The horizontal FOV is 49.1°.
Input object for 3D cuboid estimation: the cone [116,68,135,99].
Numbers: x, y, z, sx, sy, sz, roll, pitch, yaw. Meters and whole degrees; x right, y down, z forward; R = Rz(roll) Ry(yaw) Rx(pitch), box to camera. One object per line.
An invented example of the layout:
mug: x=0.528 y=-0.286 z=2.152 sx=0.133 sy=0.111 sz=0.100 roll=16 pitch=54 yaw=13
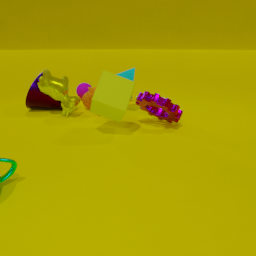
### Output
cone: x=-0.410 y=-1.774 z=10.792 sx=1.233 sy=1.228 sz=1.228 roll=7 pitch=17 yaw=0

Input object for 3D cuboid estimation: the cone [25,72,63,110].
cone: x=-2.813 y=-1.103 z=11.000 sx=1.660 sy=1.653 sz=1.653 roll=29 pitch=20 yaw=2

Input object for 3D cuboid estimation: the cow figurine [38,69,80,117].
cow figurine: x=-2.500 y=-1.224 z=10.060 sx=1.566 sy=0.860 sz=1.541 roll=20 pitch=43 yaw=-34

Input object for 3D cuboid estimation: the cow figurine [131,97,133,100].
cow figurine: x=-0.128 y=-1.711 z=12.775 sx=0.876 sy=0.890 sz=0.489 roll=21 pitch=-15 yaw=-1

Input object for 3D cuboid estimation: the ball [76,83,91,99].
ball: x=-1.991 y=-1.697 z=12.845 sx=0.747 sy=0.747 sz=0.747 roll=0 pitch=17 yaw=0

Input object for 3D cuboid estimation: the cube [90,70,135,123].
cube: x=-0.458 y=-0.879 z=8.051 sx=0.969 sy=0.969 sz=0.969 roll=20 pitch=-20 yaw=-5

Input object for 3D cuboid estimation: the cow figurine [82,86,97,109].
cow figurine: x=-1.219 y=-1.146 z=10.631 sx=1.695 sy=0.931 sz=1.668 roll=-20 pitch=11 yaw=34

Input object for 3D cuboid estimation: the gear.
gear: x=0.978 y=-0.645 z=8.893 sx=1.506 sy=0.279 sz=1.506 roll=25 pitch=-12 yaw=6

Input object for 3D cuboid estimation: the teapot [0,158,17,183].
teapot: x=-2.787 y=0.653 z=4.563 sx=1.272 sy=1.001 sz=2.045 roll=17 pitch=3 yaw=40
